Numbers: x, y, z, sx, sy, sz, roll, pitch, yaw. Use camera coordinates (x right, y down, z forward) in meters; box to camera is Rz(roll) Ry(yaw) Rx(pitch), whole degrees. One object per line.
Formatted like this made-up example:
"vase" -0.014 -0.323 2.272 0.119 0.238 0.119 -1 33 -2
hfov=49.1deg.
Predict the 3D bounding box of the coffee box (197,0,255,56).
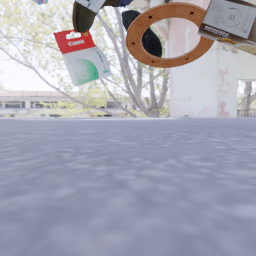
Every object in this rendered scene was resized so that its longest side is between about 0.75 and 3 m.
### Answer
"coffee box" 1.992 -1.725 4.830 1.418 0.565 0.811 23 7 5

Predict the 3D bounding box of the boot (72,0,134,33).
"boot" -0.373 -2.447 5.342 1.039 0.801 2.144 33 -37 -3

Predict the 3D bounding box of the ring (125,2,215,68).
"ring" 1.181 -2.518 7.824 2.510 0.241 2.510 0 -25 0

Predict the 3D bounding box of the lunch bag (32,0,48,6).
"lunch bag" -2.855 -4.298 8.551 0.394 1.021 0.819 -36 -17 -32

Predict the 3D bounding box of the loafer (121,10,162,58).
"loafer" 0.559 -3.390 10.480 0.887 0.858 2.527 44 0 40

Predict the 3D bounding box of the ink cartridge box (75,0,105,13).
"ink cartridge box" -0.799 -2.275 4.399 0.684 0.387 0.933 44 18 6

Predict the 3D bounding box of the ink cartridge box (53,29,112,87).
"ink cartridge box" -1.599 -2.679 10.240 1.639 2.037 0.510 -27 13 -39
